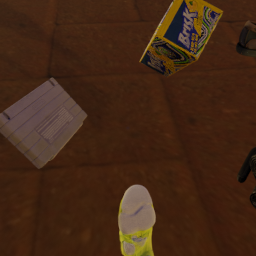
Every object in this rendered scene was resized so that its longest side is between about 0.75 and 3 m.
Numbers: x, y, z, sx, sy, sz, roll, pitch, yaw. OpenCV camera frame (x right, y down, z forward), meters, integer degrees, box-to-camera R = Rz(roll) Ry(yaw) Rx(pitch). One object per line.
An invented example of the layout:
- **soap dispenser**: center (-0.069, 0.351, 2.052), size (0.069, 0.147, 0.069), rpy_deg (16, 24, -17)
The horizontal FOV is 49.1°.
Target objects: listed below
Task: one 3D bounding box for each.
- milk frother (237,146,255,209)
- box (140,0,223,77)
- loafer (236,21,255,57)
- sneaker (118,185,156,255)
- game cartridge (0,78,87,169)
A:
- **milk frother**: center (2.610, 0.688, 4.657), size (1.176, 1.303, 1.226), rpy_deg (37, 64, 14)
- **box**: center (0.907, -1.750, 5.759), size (0.839, 2.610, 0.914), rpy_deg (28, 92, -4)
- **loafer**: center (2.665, -1.443, 4.548), size (1.690, 0.532, 0.607), rpy_deg (0, 36, 0)
- **sneaker**: center (0.106, 1.550, 4.138), size (0.524, 0.726, 1.383), rpy_deg (1, 77, -3)
- **game cartridge**: center (-1.451, -0.145, 4.983), size (0.321, 1.084, 1.672), rpy_deg (-29, 17, 31)
